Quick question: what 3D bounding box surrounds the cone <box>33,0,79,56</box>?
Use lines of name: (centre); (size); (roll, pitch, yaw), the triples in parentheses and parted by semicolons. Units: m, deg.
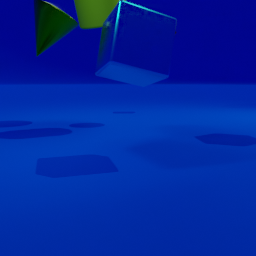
cone: (-2.613, -3.002, 9.009); (1.539, 1.545, 1.539); (26, 4, -2)

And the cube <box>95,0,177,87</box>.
cube: (0.096, -1.321, 4.649); (0.975, 0.975, 0.975); (10, -4, -20)

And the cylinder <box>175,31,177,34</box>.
cylinder: (1.607, -4.158, 12.155); (0.735, 0.735, 0.735); (-42, 4, 4)

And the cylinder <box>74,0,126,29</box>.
cylinder: (-0.744, -3.411, 7.350); (1.337, 1.337, 1.337); (-8, 25, 4)
